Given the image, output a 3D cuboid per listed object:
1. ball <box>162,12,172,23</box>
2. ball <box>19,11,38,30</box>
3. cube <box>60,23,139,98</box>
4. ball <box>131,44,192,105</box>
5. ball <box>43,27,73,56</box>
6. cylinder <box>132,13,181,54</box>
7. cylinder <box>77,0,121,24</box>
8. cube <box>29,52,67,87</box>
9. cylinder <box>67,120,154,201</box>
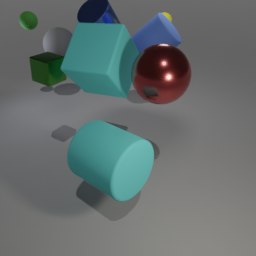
[{"bbox_3d":[1.645,-4.881,12.750,0.700,0.700,0.700,0,32,0],"label":"ball"},{"bbox_3d":[-3.908,-4.218,11.005,0.700,0.700,0.700,0,32,0],"label":"ball"},{"bbox_3d":[-0.679,-1.783,7.489,1.400,1.400,1.400,11,76,23],"label":"cube"},{"bbox_3d":[0.775,-1.253,6.578,1.400,1.400,1.400,0,32,0],"label":"ball"},{"bbox_3d":[-2.935,-3.604,12.055,1.400,1.400,1.400,0,32,0],"label":"ball"},{"bbox_3d":[1.114,-3.454,10.907,1.400,1.400,1.400,-34,18,29],"label":"cylinder"},{"bbox_3d":[-1.119,-4.286,11.375,1.400,1.400,1.400,-10,64,20],"label":"cylinder"},{"bbox_3d":[-2.232,-1.665,7.875,0.700,0.700,0.700,21,36,25],"label":"cube"},{"bbox_3d":[-0.377,0.688,6.231,1.400,1.400,1.400,23,38,35],"label":"cylinder"}]
